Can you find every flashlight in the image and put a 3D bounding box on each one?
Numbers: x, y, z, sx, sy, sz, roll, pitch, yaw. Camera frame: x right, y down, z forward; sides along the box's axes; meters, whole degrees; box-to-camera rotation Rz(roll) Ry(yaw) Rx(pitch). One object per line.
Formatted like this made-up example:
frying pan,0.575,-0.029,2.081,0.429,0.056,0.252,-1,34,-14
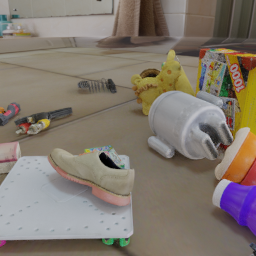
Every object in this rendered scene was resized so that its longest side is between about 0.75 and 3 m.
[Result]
flashlight,-4.618,-0.561,10.689,0.485,0.487,1.434,3,22,7

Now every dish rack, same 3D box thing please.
dish rack,-1.632,-2.177,14.566,1.944,0.530,1.491,-6,22,-10

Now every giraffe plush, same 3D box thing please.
giraffe plush,1.376,-1.545,11.238,2.147,2.648,2.285,-26,50,15

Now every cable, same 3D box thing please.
cable,-3.042,-0.251,10.261,1.293,0.670,2.662,-11,6,20

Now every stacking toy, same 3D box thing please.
stacking toy,3.155,1.005,6.440,1.946,1.422,1.422,31,33,19

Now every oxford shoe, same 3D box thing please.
oxford shoe,-0.768,0.781,5.847,2.197,0.811,0.778,21,8,27

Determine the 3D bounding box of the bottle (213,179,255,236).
bottle,2.753,1.647,4.972,1.033,0.807,2.472,-20,30,-40

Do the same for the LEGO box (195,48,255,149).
LEGO box,3.117,-0.938,8.632,1.060,2.747,2.046,-10,24,-25

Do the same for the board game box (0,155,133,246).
board game box,-1.354,1.427,6.084,2.822,0.365,2.822,0,23,-2

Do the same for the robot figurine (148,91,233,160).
robot figurine,1.678,-0.158,8.226,2.413,1.606,2.845,-41,34,-9

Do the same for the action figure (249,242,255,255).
action figure,1.975,2.146,4.139,0.449,0.859,0.831,-40,10,12

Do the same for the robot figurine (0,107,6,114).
robot figurine,-5.388,-0.556,10.810,1.289,0.375,0.934,-2,24,-5

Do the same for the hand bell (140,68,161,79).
hand bell,1.501,-2.322,14.366,1.420,1.420,2.727,7,12,17

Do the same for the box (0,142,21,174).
box,-3.394,0.794,7.313,1.057,0.576,0.676,-6,23,-14

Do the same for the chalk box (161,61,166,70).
chalk box,2.373,-3.241,15.773,0.924,1.492,0.928,7,24,16

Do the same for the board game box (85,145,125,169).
board game box,-0.605,0.774,6.983,0.729,0.158,1.084,-8,25,-20
